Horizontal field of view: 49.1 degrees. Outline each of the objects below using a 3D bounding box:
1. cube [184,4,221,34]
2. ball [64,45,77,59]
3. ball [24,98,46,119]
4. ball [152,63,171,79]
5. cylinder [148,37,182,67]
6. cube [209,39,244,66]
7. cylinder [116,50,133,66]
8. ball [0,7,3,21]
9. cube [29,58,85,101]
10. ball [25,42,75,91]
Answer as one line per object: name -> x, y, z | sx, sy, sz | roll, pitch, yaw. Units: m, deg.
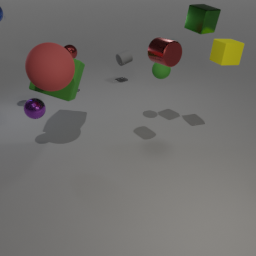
cube -> 2.284, -3.363, 8.630 | 0.700, 0.700, 0.700 | -20, 44, -34
ball -> -2.720, -3.539, 13.094 | 0.700, 0.700, 0.700 | 0, 29, 0
ball -> -3.087, -0.642, 9.280 | 0.700, 0.700, 0.700 | 0, 29, 0
ball -> 1.242, -2.175, 10.428 | 0.700, 0.700, 0.700 | 0, 29, 0
cylinder -> 1.023, -2.117, 7.805 | 0.700, 0.700, 0.700 | -19, 33, -30
cube -> 3.191, -2.468, 9.085 | 0.700, 0.700, 0.700 | -6, 30, -19
cylinder -> -0.208, -3.868, 15.432 | 0.700, 0.700, 0.700 | -29, 38, -20
ball -> -4.688, -3.981, 9.670 | 0.700, 0.700, 0.700 | 0, 29, 0
cube -> -2.433, -1.834, 9.820 | 1.400, 1.400, 1.400 | 17, 7, -6
ball -> -2.270, -1.779, 8.208 | 1.400, 1.400, 1.400 | 0, 29, 0
